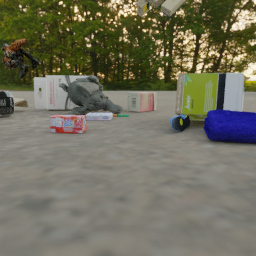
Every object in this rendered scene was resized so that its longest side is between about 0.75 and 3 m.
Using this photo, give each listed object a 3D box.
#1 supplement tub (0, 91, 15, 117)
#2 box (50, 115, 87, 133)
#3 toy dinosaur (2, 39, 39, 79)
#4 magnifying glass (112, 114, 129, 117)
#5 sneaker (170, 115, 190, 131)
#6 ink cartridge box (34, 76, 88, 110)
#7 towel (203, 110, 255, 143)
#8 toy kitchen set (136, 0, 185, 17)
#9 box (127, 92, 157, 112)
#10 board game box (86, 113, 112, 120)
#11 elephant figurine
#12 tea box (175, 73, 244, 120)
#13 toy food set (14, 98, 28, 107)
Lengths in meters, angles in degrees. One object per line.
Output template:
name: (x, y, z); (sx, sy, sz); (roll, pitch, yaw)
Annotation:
supplement tub: (-4.925, -0.823, 9.889); (1.548, 0.948, 0.948); (-7, 11, -42)
box: (-1.492, -0.103, 7.034); (0.844, 0.421, 0.403); (1, 9, 8)
toy dinosaur: (-3.489, -2.237, 8.792); (0.864, 1.148, 1.691); (-46, 13, -17)
magnifying glass: (-0.344, -0.463, 10.401); (0.780, 0.087, 0.310); (-1, 8, 3)
sneaker: (1.271, -0.123, 7.392); (0.466, 0.392, 1.188); (-4, 4, 27)
ink cartridge box: (-2.935, -1.612, 12.881); (2.656, 1.541, 0.901); (-3, 6, -15)
towel: (2.947, -0.067, 6.266); (2.359, 0.585, 1.742); (2, 8, 10)
toy kitchen set: (1.099, -4.312, 9.792); (1.517, 0.893, 1.215); (39, -14, 14)
box: (0.636, -1.160, 12.411); (0.705, 0.827, 1.294); (7, 12, 39)
board game box: (-0.995, -0.400, 9.678); (0.857, 0.177, 0.859); (0, 9, 2)
elephant figurine: (-1.504, -1.196, 11.047); (1.795, 1.637, 2.314); (-30, 27, -1)
tea box: (2.482, -0.859, 8.346); (1.777, 1.207, 1.807); (5, -2, 23)
toy food set: (-5.392, -0.870, 11.698); (1.532, 0.645, 2.135); (7, 15, 7)
